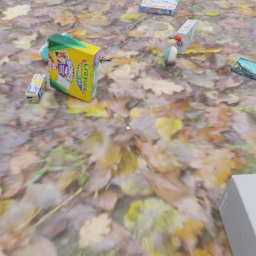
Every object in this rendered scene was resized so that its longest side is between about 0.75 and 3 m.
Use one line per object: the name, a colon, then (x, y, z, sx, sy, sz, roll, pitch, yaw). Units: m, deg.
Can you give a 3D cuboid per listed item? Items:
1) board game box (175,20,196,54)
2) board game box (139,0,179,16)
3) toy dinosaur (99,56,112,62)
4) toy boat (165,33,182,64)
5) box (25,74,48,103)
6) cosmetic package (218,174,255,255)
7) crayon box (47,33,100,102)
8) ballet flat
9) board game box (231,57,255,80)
board game box: (2.223, -3.536, 10.856, 0.376, 0.863, 1.170, 20, 49, 18)
board game box: (1.505, -5.899, 13.558, 1.729, 0.298, 1.170, 11, 47, 11)
toy dinosaur: (-1.177, -2.584, 10.370, 1.173, 0.354, 0.623, 15, 26, 4)
toy boat: (1.552, -2.837, 10.046, 0.482, 1.037, 0.872, 19, 14, 10)
box: (-2.929, -1.277, 9.000, 0.389, 0.357, 1.110, 1, 46, 2)
cosmetic package: (2.539, 2.130, 5.022, 1.092, 1.294, 2.422, -4, 44, -5)
crayon box: (-1.634, -1.772, 8.406, 1.467, 1.701, 0.496, 22, 45, 11)
ballet flat: (-2.804, -3.026, 10.666, 0.652, 0.652, 1.818, 20, 46, 19)
board game box: (4.377, -2.059, 9.893, 1.229, 0.173, 0.831, 28, 52, 25)
